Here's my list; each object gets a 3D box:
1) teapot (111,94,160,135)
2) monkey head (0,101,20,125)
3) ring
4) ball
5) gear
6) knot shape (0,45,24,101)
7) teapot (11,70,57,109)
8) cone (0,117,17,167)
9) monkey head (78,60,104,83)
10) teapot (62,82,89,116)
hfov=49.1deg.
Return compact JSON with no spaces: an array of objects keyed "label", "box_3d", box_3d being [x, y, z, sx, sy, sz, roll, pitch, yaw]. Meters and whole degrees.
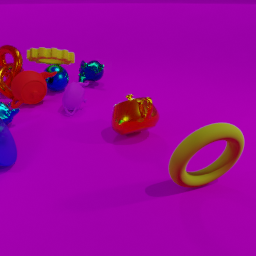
[{"label":"teapot","box_3d":[0.112,-0.355,6.982,1.207,0.951,1.942,-12,-6,-26]},{"label":"monkey head","box_3d":[-3.312,-0.458,7.426,0.790,0.662,1.098,-34,2,20]},{"label":"ring","box_3d":[1.378,0.511,4.907,1.443,1.443,0.289,-10,42,-19]},{"label":"ball","box_3d":[-2.615,-1.804,10.135,0.960,0.960,0.960,0,26,0]},{"label":"gear","box_3d":[-2.608,-2.411,9.514,1.545,0.286,1.545,1,3,0]},{"label":"knot shape","box_3d":[-3.959,-1.664,9.406,0.866,1.875,1.754,-1,50,-18]},{"label":"teapot","box_3d":[-3.010,-1.265,8.844,1.767,1.098,0.865,-44,47,-7]},{"label":"cone","box_3d":[-3.446,0.463,5.800,1.548,1.542,1.542,-29,28,2]},{"label":"monkey head","box_3d":[-1.420,-2.024,10.706,0.940,1.122,1.560,12,-10,-16]},{"label":"teapot","box_3d":[-1.582,-0.965,8.559,0.684,0.869,1.397,19,59,-5]}]
